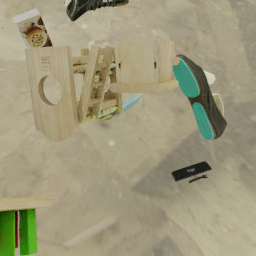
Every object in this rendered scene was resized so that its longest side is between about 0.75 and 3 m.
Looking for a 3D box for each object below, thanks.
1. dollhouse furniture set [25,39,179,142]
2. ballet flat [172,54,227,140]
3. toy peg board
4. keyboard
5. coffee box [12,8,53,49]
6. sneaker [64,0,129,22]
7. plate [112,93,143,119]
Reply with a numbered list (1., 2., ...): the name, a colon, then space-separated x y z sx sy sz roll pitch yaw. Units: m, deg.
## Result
1. dollhouse furniture set: 0.046 -0.819 5.557 2.531 1.591 2.862 5 16 27
2. ballet flat: 1.624 -0.733 6.162 0.705 0.701 2.061 -32 107 -22
3. toy peg board: -2.125 1.418 3.755 1.583 1.590 0.777 -13 73 20
4. keyboard: 1.478 1.046 6.370 0.890 0.092 0.565 -18 29 -2
5. coffee box: -2.442 -2.407 7.383 0.665 1.176 0.469 -27 49 -12
6. sneaker: -0.458 -3.242 6.616 2.290 0.920 0.989 -38 96 9
7. plate: -0.145 -0.496 6.908 1.285 1.285 0.164 -35 100 -19
